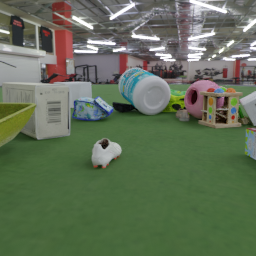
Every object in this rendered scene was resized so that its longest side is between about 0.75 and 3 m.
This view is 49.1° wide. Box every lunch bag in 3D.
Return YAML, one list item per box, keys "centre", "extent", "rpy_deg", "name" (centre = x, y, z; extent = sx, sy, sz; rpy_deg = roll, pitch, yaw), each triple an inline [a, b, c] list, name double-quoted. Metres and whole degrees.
- centre: [-1.199, -0.671, 9.864]
  extent: [1.282, 0.817, 1.090]
  rpy_deg: [10, 14, 2]
  name: "lunch bag"

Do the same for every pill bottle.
- centre: [0.522, -1.642, 11.687]
  extent: [1.503, 1.503, 2.713]
  rpy_deg: [-4, 23, -21]
  name: "pill bottle"

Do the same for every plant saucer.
- centre: [-3.435, 0.177, 4.922]
  extent: [2.741, 0.657, 2.745]
  rpy_deg: [2, 20, 12]
  name: "plant saucer"

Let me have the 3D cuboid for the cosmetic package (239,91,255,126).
- centre: [4.426, -0.784, 9.296]
  extent: [1.116, 0.813, 2.195]
  rpy_deg: [-29, -2, 23]
  name: "cosmetic package"

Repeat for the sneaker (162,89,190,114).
- centre: [2.140, -1.097, 11.778]
  extent: [1.185, 1.050, 2.836]
  rpy_deg: [-3, 18, -45]
  name: "sneaker"

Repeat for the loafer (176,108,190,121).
- centre: [1.968, -0.522, 9.960]
  extent: [0.466, 0.408, 1.297]
  rpy_deg: [0, 11, 3]
  name: "loafer"

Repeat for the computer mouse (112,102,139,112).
- centre: [-0.075, -0.842, 11.897]
  extent: [1.021, 0.389, 1.474]
  rpy_deg: [14, 7, 42]
  name: "computer mouse"

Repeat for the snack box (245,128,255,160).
- centre: [3.072, 0.385, 4.694]
  extent: [1.453, 0.583, 1.723]
  rpy_deg: [-2, 12, -5]
  name: "snack box"

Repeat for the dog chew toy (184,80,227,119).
- centre: [3.081, -0.928, 9.987]
  extent: [2.165, 1.348, 1.348]
  rpy_deg: [7, 6, -30]
  name: "dog chew toy"

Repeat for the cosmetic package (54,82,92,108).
- centre: [-2.694, -1.640, 13.711]
  extent: [1.447, 1.204, 1.211]
  rpy_deg: [-10, 14, -39]
  name: "cosmetic package"

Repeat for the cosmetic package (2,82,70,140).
- centre: [-2.628, -0.581, 7.799]
  extent: [0.929, 1.375, 2.614]
  rpy_deg: [-7, 14, -39]
  name: "cosmetic package"

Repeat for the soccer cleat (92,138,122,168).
- centre: [-0.369, 0.375, 5.145]
  extent: [0.397, 0.444, 1.145]
  rpy_deg: [2, 11, 12]
  name: "soccer cleat"

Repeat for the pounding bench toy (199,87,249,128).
- centre: [3.108, -0.679, 8.752]
  extent: [1.491, 1.163, 0.926]
  rpy_deg: [-4, 11, -18]
  name: "pounding bench toy"
